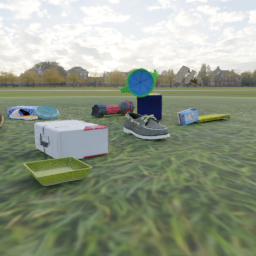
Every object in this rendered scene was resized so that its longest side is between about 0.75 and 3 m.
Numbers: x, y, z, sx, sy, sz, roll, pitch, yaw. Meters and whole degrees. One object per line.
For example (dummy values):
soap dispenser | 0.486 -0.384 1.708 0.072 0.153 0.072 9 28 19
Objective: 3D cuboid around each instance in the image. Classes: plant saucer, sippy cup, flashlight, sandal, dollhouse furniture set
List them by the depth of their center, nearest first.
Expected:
plant saucer | -1.287 0.785 5.070 0.982 0.235 0.980 -5 10 -33
dollhouse furniture set | 2.556 -1.959 11.869 0.909 0.779 0.956 34 -4 26
sippy cup | 0.459 -2.028 12.147 1.584 1.244 1.161 8 15 -10
sandal | -5.327 -0.740 14.423 1.890 0.542 0.724 5 10 33
plant saucer | -4.254 -0.861 14.660 1.333 0.183 1.333 12 28 -7
flashlight | -0.789 -1.118 15.906 0.899 0.896 2.646 11 12 43

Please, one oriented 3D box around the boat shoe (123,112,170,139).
boat shoe | 0.550 -0.102 9.436 0.861 0.720 2.410 -4 9 -27

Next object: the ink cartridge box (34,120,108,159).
ink cartridge box | -1.458 0.256 7.017 1.257 0.710 1.713 -6 10 -35

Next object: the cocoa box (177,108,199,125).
cocoa box | 2.669 -0.512 12.456 0.775 0.517 0.508 -19 17 -23

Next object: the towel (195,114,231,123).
towel | 3.863 -0.460 13.804 2.641 0.238 1.136 -8 6 -39

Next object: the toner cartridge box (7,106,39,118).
toner cartridge box | -5.413 -0.911 15.676 2.380 0.514 1.130 3 9 21

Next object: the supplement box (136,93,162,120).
supplement box | 1.077 -1.181 14.846 1.274 1.282 2.342 0 8 1

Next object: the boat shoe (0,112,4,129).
boat shoe | -5.832 -0.420 9.742 2.729 0.982 0.922 -1 -28 -15
